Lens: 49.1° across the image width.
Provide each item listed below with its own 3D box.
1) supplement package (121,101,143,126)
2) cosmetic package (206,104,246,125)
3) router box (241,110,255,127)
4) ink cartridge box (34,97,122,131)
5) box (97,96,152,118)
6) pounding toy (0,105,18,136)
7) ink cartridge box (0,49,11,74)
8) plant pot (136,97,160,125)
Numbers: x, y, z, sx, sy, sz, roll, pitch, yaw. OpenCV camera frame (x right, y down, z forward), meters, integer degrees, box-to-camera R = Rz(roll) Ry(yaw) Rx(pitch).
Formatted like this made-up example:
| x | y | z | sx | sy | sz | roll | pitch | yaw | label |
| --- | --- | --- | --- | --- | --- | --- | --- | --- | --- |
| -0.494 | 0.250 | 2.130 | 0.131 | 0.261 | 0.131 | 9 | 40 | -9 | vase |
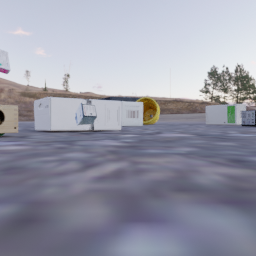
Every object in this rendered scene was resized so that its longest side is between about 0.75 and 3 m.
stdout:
| x | y | z | sx | sy | sz | roll | pitch | yaw | label |
| --- | --- | --- | --- | --- | --- | --- | --- | --- | --- |
| -0.180 | -0.512 | 10.371 | 0.876 | 0.879 | 1.498 | -1 | 2 | -28 | supplement package |
| 4.560 | -0.619 | 13.143 | 0.752 | 0.954 | 1.772 | -3 | 1 | -34 | cosmetic package |
| 4.717 | -0.290 | 8.386 | 1.586 | 0.527 | 2.017 | 0 | 2 | -17 | router box |
| -0.950 | -0.238 | 5.264 | 1.370 | 0.588 | 1.003 | -2 | 2 | -33 | ink cartridge box |
| -0.262 | -0.932 | 15.580 | 2.405 | 1.491 | 2.365 | -1 | 3 | -23 | box |
| -1.740 | -0.081 | 3.232 | 0.843 | 0.386 | 0.741 | -1 | 2 | -36 | pounding toy |
| -4.542 | -2.302 | 8.965 | 0.300 | 0.852 | 1.428 | -36 | -32 | 31 | ink cartridge box |
| 0.978 | -0.710 | 13.521 | 1.272 | 1.272 | 1.196 | 1 | -13 | 21 | plant pot |
